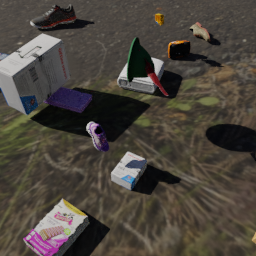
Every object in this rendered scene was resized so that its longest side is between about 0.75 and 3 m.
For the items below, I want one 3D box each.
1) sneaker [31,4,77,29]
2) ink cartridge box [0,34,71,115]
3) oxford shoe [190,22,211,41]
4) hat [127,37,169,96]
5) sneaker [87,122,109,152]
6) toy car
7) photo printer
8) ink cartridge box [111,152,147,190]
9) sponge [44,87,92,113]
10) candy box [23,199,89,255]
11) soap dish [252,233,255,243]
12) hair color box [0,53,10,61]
[{"bbox_3d":[-3.872,-5.841,14.375,2.404,0.984,0.926,-23,49,-21],"label":"sneaker"},{"bbox_3d":[-3.060,-1.800,9.261,0.944,1.635,2.240,23,52,21],"label":"ink cartridge box"},{"bbox_3d":[3.482,-4.524,13.516,0.554,0.521,1.480,-28,46,5],"label":"oxford shoe"},{"bbox_3d":[0.714,-1.708,7.821,1.274,1.448,1.199,12,8,13],"label":"hat"},{"bbox_3d":[-0.722,0.246,7.285,0.397,0.899,0.362,-4,30,49],"label":"sneaker"},{"bbox_3d":[1.909,-4.014,11.921,1.099,2.241,0.746,-28,37,-3],"label":"toy car"},{"bbox_3d":[0.582,-2.171,10.959,1.499,0.626,1.802,14,47,14],"label":"photo printer"},{"bbox_3d":[0.043,1.181,7.788,0.653,0.377,0.895,23,50,22],"label":"ink cartridge box"},{"bbox_3d":[-2.174,-1.059,10.130,1.562,0.233,0.872,17,47,16],"label":"sponge"},{"bbox_3d":[-1.643,2.402,6.561,0.863,0.386,1.266,26,50,24],"label":"candy box"},{"bbox_3d":[3.767,2.510,6.304,1.475,0.599,1.161,31,53,28],"label":"soap dish"},{"bbox_3d":[-4.622,-2.482,11.193,1.474,0.737,0.446,16,47,16],"label":"hair color box"}]
